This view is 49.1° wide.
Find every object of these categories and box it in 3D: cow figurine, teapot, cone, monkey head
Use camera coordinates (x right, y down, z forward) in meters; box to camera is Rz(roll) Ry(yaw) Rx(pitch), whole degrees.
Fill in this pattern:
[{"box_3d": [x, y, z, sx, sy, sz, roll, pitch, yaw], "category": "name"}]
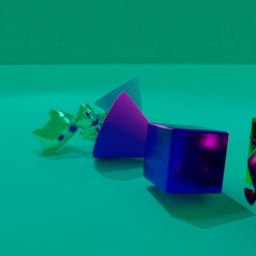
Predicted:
[{"box_3d": [-1.252, 0.006, 5.944, 1.245, 0.694, 1.265, 17, 59, 36], "category": "cow figurine"}, {"box_3d": [1.851, 0.618, 3.251, 0.985, 1.251, 2.012, -26, 27, 29], "category": "teapot"}, {"box_3d": [0.054, -0.385, 6.687, 1.263, 1.267, 1.263, -32, 5, 3], "category": "cone"}, {"box_3d": [0.276, 0.243, 5.449, 1.437, 1.431, 1.431, 25, 18, 6], "category": "cone"}, {"box_3d": [-0.603, 0.019, 7.033, 1.195, 0.860, 0.720, -20, -18, -30], "category": "monkey head"}]

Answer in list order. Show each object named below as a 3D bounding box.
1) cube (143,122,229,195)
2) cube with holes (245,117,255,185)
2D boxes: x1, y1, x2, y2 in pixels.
[{"box_3d": [0.804, 0.413, 4.110, 0.874, 0.874, 0.874, 4, 5, -19], "category": "cube"}, {"box_3d": [2.638, 0.404, 4.244, 1.077, 1.077, 1.077, -8, 16, -28], "category": "cube with holes"}]
